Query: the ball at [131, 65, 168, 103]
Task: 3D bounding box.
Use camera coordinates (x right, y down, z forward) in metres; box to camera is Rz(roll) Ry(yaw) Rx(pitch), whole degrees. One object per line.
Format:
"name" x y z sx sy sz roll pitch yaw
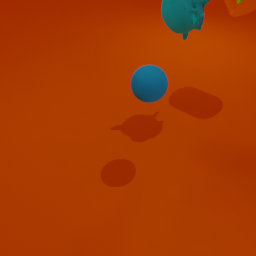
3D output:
"ball" 0.475 -0.978 6.213 0.831 0.831 0.831 0 42 0

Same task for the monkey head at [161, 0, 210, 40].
"monkey head" 1.501 -3.124 7.211 1.076 1.786 1.285 20 69 48

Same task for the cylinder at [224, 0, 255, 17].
"cylinder" 3.298 -4.055 7.949 1.234 1.234 1.234 -18 84 -19
